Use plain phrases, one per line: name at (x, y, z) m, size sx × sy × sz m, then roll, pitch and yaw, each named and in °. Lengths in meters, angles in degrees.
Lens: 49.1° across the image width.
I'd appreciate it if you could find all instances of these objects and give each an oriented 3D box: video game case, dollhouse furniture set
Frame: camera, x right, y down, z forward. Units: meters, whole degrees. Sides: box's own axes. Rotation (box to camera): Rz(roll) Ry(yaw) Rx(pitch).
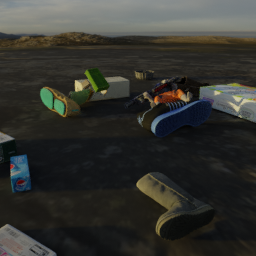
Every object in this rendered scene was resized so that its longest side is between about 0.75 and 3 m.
video game case at (-1.722, 1.816, 3.783) m, size 1.109 × 0.131 × 1.009 m, roll 14°, pitch 24°, yaw 31°
dollhouse furniture set at (-1.499, -1.244, 10.620) m, size 1.116 × 0.862 × 2.233 m, roll -21°, pitch -16°, yaw -40°

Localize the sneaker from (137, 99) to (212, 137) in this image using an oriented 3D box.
sneaker at (1.516, -0.491, 8.920) m, size 2.654 × 0.931 × 1.034 m, roll -16°, pitch 33°, yaw -34°

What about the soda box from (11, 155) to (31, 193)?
soda box at (-2.269, 0.934, 5.896) m, size 0.350 × 0.331 × 1.032 m, roll -8°, pitch 21°, yaw -21°

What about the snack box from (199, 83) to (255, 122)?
snack box at (4.446, -1.042, 10.654) m, size 2.060 × 0.767 × 2.896 m, roll -11°, pitch 23°, yaw -27°

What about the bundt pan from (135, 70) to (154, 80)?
bundt pan at (1.002, -3.245, 17.172) m, size 1.186 × 0.445 × 1.186 m, roll 1°, pitch 20°, yaw 0°

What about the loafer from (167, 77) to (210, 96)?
loafer at (2.809, -1.956, 13.029) m, size 2.400 × 0.856 × 0.876 m, roll -5°, pitch 21°, yaw -14°

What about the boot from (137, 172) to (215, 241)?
boot at (0.605, 1.235, 4.821) m, size 1.276 × 0.509 × 1.403 m, roll 2°, pitch 22°, yaw -38°

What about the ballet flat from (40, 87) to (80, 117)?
ballet flat at (-2.574, -0.962, 10.612) m, size 0.733 × 0.798 × 2.325 m, roll -5°, pitch 27°, yaw -38°

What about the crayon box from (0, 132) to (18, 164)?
crayon box at (-3.915, 0.424, 6.963) m, size 2.152 × 0.555 × 1.353 m, roll 18°, pitch 26°, yaw 39°

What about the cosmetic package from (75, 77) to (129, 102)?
cosmetic package at (-1.154, -1.772, 12.612) m, size 2.216 × 0.810 × 1.147 m, roll -8°, pitch 22°, yaw -24°

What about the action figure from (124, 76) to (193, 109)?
action figure at (1.144, -0.928, 10.474) m, size 2.376 × 1.243 × 2.299 m, roll -27°, pitch 13°, yaw 3°
